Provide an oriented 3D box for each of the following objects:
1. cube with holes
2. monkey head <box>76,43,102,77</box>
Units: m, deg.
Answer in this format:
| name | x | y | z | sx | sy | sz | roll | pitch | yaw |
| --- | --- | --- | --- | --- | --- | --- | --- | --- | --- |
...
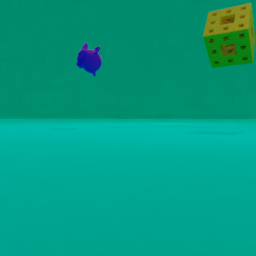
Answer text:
| name | x | y | z | sx | sy | sz | roll | pitch | yaw |
| --- | --- | --- | --- | --- | --- | --- | --- | --- | --- |
| cube with holes | 2.231 | -1.984 | 6.106 | 0.878 | 0.878 | 0.878 | -1 | -37 | 30 |
| monkey head | -1.077 | -2.036 | 8.087 | 0.704 | 0.840 | 1.168 | 13 | -33 | -6 |
